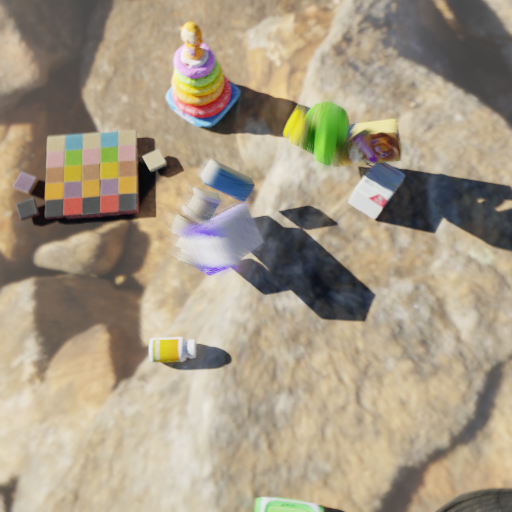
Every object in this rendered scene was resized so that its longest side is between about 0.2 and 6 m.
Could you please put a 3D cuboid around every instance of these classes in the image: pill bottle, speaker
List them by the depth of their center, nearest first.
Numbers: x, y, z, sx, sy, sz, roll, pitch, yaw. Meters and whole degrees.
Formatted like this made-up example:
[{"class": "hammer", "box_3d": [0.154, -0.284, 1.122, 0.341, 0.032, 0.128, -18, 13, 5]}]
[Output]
[{"class": "speaker", "box_3d": [0.537, 4.317, 9.315, 1.109, 0.491, 0.491, 7, 71, 2]}, {"class": "pill bottle", "box_3d": [-1.515, 1.710, 10.210, 0.799, 0.444, 0.444, -2, 71, -1]}]

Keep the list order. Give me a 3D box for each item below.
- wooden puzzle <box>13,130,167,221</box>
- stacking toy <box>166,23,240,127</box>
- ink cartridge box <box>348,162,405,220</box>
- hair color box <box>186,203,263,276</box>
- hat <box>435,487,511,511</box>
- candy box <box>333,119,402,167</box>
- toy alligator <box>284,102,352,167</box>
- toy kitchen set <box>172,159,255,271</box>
[{"class": "wooden puzzle", "box_3d": [-3.376, -1.662, 11.473, 3.100, 0.218, 1.838, -4, 71, -1]}, {"class": "stacking toy", "box_3d": [-1.162, -3.714, 11.076, 1.323, 2.279, 1.251, 36, 75, 11]}, {"class": "ink cartridge box", "box_3d": [2.386, -1.328, 11.108, 0.654, 0.651, 0.900, 36, 73, 9]}, {"class": "hair color box", "box_3d": [-0.530, -0.332, 10.192, 0.513, 1.584, 0.866, -21, 98, 31]}, {"class": "hat", "box_3d": [4.354, 5.395, 8.384, 3.907, 1.576, 3.907, 0, 72, 0]}, {"class": "candy box", "box_3d": [2.059, -2.151, 10.791, 1.355, 0.790, 0.382, -1, 55, 26]}, {"class": "toy alligator", "box_3d": [1.125, -2.376, 10.161, 0.989, 3.335, 0.905, 26, 107, -13]}, {"class": "toy kitchen set", "box_3d": [-0.732, -0.689, 10.435, 0.954, 1.619, 1.297, 21, 26, -29]}]
